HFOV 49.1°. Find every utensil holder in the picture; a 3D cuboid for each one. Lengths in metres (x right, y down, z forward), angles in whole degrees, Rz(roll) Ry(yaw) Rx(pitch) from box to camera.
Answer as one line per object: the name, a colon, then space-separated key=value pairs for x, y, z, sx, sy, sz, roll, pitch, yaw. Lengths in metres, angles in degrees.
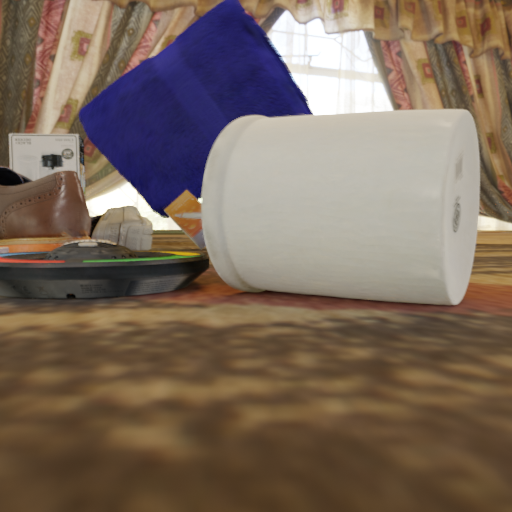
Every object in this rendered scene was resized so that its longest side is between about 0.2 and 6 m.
utensil holder: x=0.636 y=-0.334 z=3.923 sx=1.578 sy=1.341 sz=1.341 roll=5 pitch=5 yaw=30

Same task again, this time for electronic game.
electronic game: x=-1.344 y=0.065 z=4.585 sx=1.918 sy=0.399 sz=1.918 roll=1 pitch=3 yaw=0

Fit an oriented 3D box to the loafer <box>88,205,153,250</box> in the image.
loafer: x=-2.133 y=-0.372 z=8.288 sx=0.859 sy=0.860 sz=2.461 roll=7 pitch=1 yaw=-21

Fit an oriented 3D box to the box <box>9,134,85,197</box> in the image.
box: x=-3.781 y=-1.119 z=10.231 sx=1.237 sy=2.121 sz=0.638 roll=-2 pitch=2 yaw=-10

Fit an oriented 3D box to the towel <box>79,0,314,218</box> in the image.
towel: x=-1.188 y=-2.886 z=11.549 sx=4.121 sy=3.043 sz=1.021 roll=-30 pitch=27 yaw=17

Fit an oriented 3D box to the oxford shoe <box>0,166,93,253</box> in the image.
oxford shoe: x=-3.440 y=-0.518 z=7.287 sx=3.407 sy=1.242 sz=1.215 roll=2 pitch=4 yaw=26

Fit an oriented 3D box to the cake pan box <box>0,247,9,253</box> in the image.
cake pan box: x=-2.910 y=0.097 z=4.873 sx=1.232 sy=0.322 sz=1.135 roll=0 pitch=6 yaw=-3

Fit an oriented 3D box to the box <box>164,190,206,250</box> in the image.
box: x=-1.252 y=-0.731 z=11.266 sx=1.033 sy=0.642 sz=0.503 roll=43 pitch=-7 yaw=31
